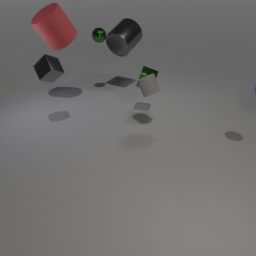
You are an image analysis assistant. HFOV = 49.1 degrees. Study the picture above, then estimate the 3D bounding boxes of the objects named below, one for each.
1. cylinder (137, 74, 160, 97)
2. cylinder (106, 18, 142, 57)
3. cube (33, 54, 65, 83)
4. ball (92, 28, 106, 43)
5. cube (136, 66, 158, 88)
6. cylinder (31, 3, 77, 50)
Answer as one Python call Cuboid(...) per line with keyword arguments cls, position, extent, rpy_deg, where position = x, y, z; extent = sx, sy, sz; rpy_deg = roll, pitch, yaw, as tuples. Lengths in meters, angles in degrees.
Cuboid(cls="cylinder", position=(0.796, -1.638, 10.761), extent=(0.700, 0.700, 0.700), rpy_deg=(-22, 9, 4))
Cuboid(cls="cylinder", position=(-0.195, -4.601, 14.265), extent=(1.400, 1.400, 1.400), rpy_deg=(19, 57, 31))
Cuboid(cls="cube", position=(-2.922, -2.181, 10.347), extent=(0.700, 0.700, 0.700), rpy_deg=(-32, -14, 25))
Cuboid(cls="ball", position=(-1.398, -4.480, 13.523), extent=(0.700, 0.700, 0.700), rpy_deg=(0, 29, 0))
Cuboid(cls="cube", position=(0.832, -2.131, 12.120), extent=(0.700, 0.700, 0.700), rpy_deg=(21, 42, -1))
Cuboid(cls="cylinder", position=(-3.130, -4.310, 11.965), extent=(1.400, 1.400, 1.400), rpy_deg=(-18, 47, 20))
